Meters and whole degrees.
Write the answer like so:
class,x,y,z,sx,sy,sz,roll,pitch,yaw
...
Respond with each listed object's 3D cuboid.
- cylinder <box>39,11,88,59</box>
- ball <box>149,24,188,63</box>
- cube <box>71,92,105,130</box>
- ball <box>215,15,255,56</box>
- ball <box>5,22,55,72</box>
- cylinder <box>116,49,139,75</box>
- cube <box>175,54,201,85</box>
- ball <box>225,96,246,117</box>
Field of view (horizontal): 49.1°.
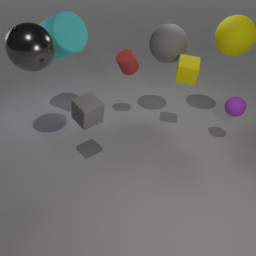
class,x,y,z,sx,sy,sz,roll,pitch,yaw
cylinder,-2.404,-3.294,10.071,1.400,1.400,1.400,-30,21,-38
ball,1.492,-3.107,10.336,1.400,1.400,1.400,0,32,0
cube,-1.181,-0.499,8.204,0.700,0.700,0.700,-25,53,-32
ball,3.865,-3.322,10.091,1.400,1.400,1.400,0,32,0
ball,-2.869,-2.377,8.281,1.400,1.400,1.400,0,32,0
cylinder,-0.014,-2.464,10.497,0.700,0.700,0.700,-12,54,16
cube,2.042,-2.001,9.621,0.700,0.700,0.700,12,51,6
ball,3.718,-0.740,9.698,0.700,0.700,0.700,0,32,0
